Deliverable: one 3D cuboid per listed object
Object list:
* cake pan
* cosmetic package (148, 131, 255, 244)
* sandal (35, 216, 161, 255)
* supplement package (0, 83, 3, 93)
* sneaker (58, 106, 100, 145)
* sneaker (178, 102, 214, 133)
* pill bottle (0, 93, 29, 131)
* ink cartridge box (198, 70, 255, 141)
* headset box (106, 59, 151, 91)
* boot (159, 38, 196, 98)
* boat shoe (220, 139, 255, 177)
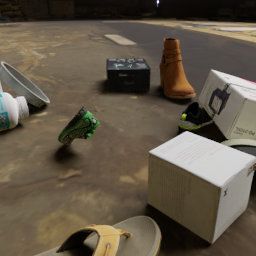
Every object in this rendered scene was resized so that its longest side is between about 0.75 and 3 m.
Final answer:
[{"bbox_3d":[-3.934,-1.573,10.524,0.406,2.216,2.216,-47,35,1],"label":"cake pan"},{"bbox_3d":[1.388,1.056,5.523,1.303,1.304,1.581,-23,33,-38],"label":"cosmetic package"},{"bbox_3d":[-0.669,1.956,4.321,2.725,0.736,1.094,-11,28,-21],"label":"sandal"},{"bbox_3d":[-5.264,-1.536,9.852,1.353,1.303,2.378,-14,3,-27],"label":"supplement package"},{"bbox_3d":[-1.365,0.118,7.615,0.711,1.669,0.651,42,51,-9],"label":"sneaker"},{"bbox_3d":[2.351,-0.475,9.223,0.727,0.839,2.027,18,31,33],"label":"sneaker"},{"bbox_3d":[-4.303,-0.451,8.797,2.127,1.178,1.178,-16,30,-29],"label":"pill bottle"},{"bbox_3d":[3.633,-0.578,8.421,2.120,1.235,2.928,14,24,-8],"label":"ink cartridge box"},{"bbox_3d":[-0.031,-2.551,13.275,1.957,1.043,2.248,-2,26,-6],"label":"headset box"},{"bbox_3d":[2.105,-2.596,11.977,1.113,2.253,2.903,-3,26,-7],"label":"boot"},{"bbox_3d":[3.431,0.842,6.551,2.860,1.046,0.896,4,63,-17],"label":"boat shoe"}]
